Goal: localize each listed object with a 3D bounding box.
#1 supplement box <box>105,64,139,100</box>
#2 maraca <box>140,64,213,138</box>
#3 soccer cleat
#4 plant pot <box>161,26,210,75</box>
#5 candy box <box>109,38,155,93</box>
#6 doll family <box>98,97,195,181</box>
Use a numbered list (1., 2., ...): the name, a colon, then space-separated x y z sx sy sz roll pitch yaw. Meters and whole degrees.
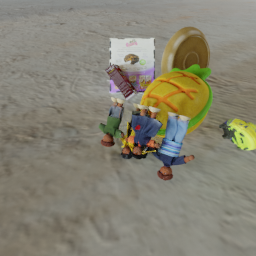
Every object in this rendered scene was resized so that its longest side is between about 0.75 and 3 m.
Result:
1. supplement box: -0.187 -1.496 9.138 0.365 1.197 0.652 -37 0 15
2. maraca: 1.351 -0.876 7.772 2.015 1.573 2.940 -2 42 27
3. soccer cleat: 2.534 0.053 6.116 0.728 0.563 1.740 -19 6 6
4. plant pot: 2.093 -2.271 9.623 2.280 2.280 0.313 -20 32 -30
5. candy box: 0.147 -2.147 9.789 1.563 1.863 0.666 0 5 1
6. doll family: 0.332 0.232 6.380 0.985 1.451 2.510 13 4 -40
